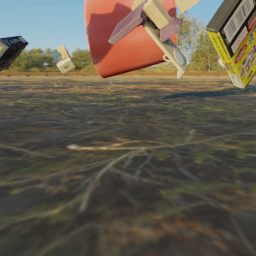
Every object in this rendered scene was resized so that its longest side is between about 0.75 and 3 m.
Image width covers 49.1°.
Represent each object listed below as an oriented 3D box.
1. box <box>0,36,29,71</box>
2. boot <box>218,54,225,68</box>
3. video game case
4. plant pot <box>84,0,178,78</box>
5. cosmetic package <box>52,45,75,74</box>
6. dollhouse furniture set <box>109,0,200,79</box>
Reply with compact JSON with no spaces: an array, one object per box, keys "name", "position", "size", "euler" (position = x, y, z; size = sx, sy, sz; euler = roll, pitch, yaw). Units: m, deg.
[{"name":"box","position":[-3.547,-2.077,7.968],"size":[1.135,0.367,1.439],"euler":[-42,13,17]},{"name":"boot","position":[2.651,-2.358,6.777],"size":[0.686,1.866,0.892],"euler":[30,25,24]},{"name":"video game case","position":[2.709,-2.330,5.807],"size":[0.310,2.430,2.196],"euler":[33,-1,41]},{"name":"plant pot","position":[0.261,-3.246,9.260],"size":[2.656,3.002,3.002],"euler":[-4,12,8]},{"name":"cosmetic package","position":[-2.062,-2.196,8.907],"size":[0.478,0.323,0.909],"euler":[-31,53,1]},{"name":"dollhouse furniture set","position":[1.117,-2.391,6.153],"size":[1.937,1.735,2.445],"euler":[-26,33,38]}]
